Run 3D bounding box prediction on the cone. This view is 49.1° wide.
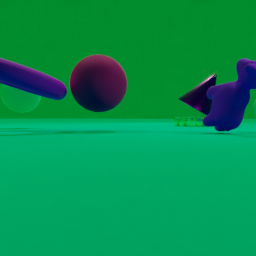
[{"bbox_3d":[2.903,-1.364,10.463,1.510,1.515,1.510,29,10,-5],"label":"cone"}]

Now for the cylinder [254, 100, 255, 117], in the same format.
[{"bbox_3d":[2.786,-0.398,4.940,0.796,0.796,0.796,0,-10,-3],"label":"cylinder"}]

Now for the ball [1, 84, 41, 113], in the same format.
[{"bbox_3d":[-2.814,-0.908,7.392,1.004,1.004,1.004,0,2,0],"label":"ball"}]

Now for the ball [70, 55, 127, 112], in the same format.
[{"bbox_3d":[-0.615,-0.926,5.882,1.194,1.194,1.194,0,2,0],"label":"ball"}]

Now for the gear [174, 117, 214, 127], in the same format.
[{"bbox_3d":[2.403,-0.218,9.588,1.620,0.300,1.620,0,2,0],"label":"gear"}]

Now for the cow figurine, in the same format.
[{"bbox_3d":[1.891,-0.539,4.802,0.680,1.240,1.220,19,-13,-21],"label":"cow figurine"}]

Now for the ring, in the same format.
[{"bbox_3d":[-2.107,-0.966,5.525,1.838,0.368,1.838,17,-1,0],"label":"ring"}]
